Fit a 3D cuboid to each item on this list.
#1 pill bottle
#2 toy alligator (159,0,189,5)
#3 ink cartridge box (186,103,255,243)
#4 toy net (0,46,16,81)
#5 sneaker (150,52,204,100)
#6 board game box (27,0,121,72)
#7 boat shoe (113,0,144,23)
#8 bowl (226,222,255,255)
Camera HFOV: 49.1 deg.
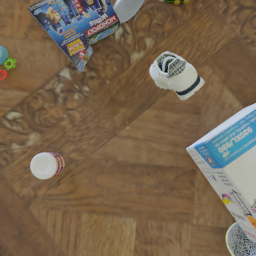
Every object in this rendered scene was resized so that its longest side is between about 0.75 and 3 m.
[{"bbox_3d":[-2.031,0.955,7.259,0.646,1.178,0.646,0,86,-1],"label":"pill bottle"},{"bbox_3d":[1.383,-3.743,8.106,1.012,0.243,0.335,-1,86,6],"label":"toy alligator"},{"bbox_3d":[3.238,1.070,6.692,2.109,2.147,2.916,-34,83,-4],"label":"ink cartridge box"},{"bbox_3d":[-4.008,-1.469,7.889,0.970,0.357,1.849,45,89,0],"label":"toy net"},{"bbox_3d":[0.746,-1.099,5.137,0.698,1.733,0.662,41,93,-24],"label":"sneaker"},{"bbox_3d":[-1.336,-2.777,7.777,2.094,0.646,2.093,-26,88,2],"label":"board game box"},{"bbox_3d":[0.140,-3.845,7.922,1.892,0.696,0.618,-47,49,9],"label":"boat shoe"},{"bbox_3d":[3.510,3.256,6.863,2.146,2.146,1.007,-5,109,0],"label":"bowl"}]
